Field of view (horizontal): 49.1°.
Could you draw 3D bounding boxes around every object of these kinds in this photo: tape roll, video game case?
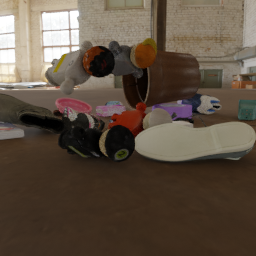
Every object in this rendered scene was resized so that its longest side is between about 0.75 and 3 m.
[{"bbox_3d":[2.121,-0.797,13.513,1.881,0.617,1.881,-1,10,0],"label":"tape roll"},{"bbox_3d":[-4.982,0.132,9.244,2.452,0.282,2.235,-6,12,-35],"label":"video game case"}]

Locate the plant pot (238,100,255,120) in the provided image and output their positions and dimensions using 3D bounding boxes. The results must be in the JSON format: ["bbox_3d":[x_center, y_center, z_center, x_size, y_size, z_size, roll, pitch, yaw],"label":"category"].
[{"bbox_3d":[5.550,-0.783,13.044,0.835,0.835,1.182,5,19,24],"label":"plant pot"}]

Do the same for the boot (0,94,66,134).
[{"bbox_3d":[-3.754,-0.514,9.690,2.975,1.007,1.943,11,4,-28],"label":"boot"}]

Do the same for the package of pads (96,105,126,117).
[{"bbox_3d":[-0.872,-0.894,14.326,1.357,0.514,0.818,-6,14,-30],"label":"package of pads"}]

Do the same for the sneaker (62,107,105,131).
[{"bbox_3d":[-1.636,-0.166,10.001,0.954,0.888,2.211,10,8,-39],"label":"sneaker"}]

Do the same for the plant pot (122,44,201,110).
[{"bbox_3d":[1.618,-2.401,13.335,2.970,3.001,3.001,-6,12,-22],"label":"plant pot"}]

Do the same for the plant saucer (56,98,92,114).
[{"bbox_3d":[-2.684,-0.969,13.795,1.785,0.453,1.785,15,20,-6],"label":"plant saucer"}]

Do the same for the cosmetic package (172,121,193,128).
[{"bbox_3d":[1.171,0.139,8.394,1.381,0.586,0.743,-5,10,-16],"label":"cosmetic package"}]

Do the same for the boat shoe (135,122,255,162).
[{"bbox_3d":[1.542,0.463,6.712,2.756,1.004,0.852,-5,-34,10],"label":"boat shoe"}]

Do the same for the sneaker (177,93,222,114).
[{"bbox_3d":[4.103,-1.272,15.400,2.119,1.166,2.894,22,10,26],"label":"sneaker"}]

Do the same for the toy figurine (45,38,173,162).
[{"bbox_3d":[-0.325,-0.732,6.839,1.975,2.795,2.839,-1,12,39],"label":"toy figurine"}]

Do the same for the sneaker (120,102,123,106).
[{"bbox_3d":[-0.693,-1.464,17.938,0.557,0.353,0.991,1,12,-15],"label":"sneaker"}]

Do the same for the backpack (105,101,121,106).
[{"bbox_3d":[-0.842,-1.376,16.981,0.711,0.671,0.872,0,22,-43],"label":"backpack"}]

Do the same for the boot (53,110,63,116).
[{"bbox_3d":[-3.368,-0.806,14.474,1.008,0.347,1.082,-1,6,-14],"label":"boot"}]

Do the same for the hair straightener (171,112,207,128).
[{"bbox_3d":[1.586,-0.091,9.182,2.168,0.834,0.443,3,44,-5],"label":"hair straightener"}]

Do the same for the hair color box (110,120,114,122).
[{"bbox_3d":[-0.361,-0.216,11.370,0.751,0.227,0.376,9,14,41],"label":"hair color box"}]
